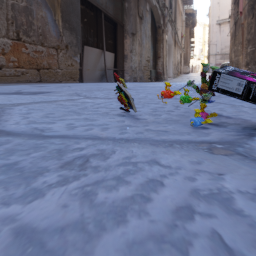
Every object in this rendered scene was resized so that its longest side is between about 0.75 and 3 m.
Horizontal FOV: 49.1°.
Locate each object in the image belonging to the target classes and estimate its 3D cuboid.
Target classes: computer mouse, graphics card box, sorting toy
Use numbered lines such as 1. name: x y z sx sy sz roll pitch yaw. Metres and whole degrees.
1. computer mouse: 0.006 -1.010 12.288 0.531 0.767 0.202 21 -23 19
2. graphics card box: 3.999 -1.176 8.494 2.743 0.698 1.721 22 27 25
3. sorting toy: -0.163 -1.182 10.911 0.357 2.112 1.018 -33 52 -8

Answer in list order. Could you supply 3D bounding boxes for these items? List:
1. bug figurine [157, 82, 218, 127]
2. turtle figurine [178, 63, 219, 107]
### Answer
1. bug figurine: 2.034 -0.696 9.407 1.646 0.546 2.123 -5 45 -46
2. turtle figurine: 2.931 -1.734 11.445 1.791 1.737 1.289 10 23 -2
